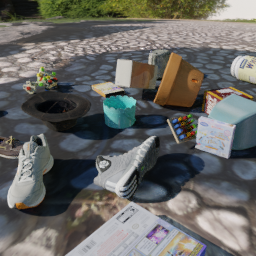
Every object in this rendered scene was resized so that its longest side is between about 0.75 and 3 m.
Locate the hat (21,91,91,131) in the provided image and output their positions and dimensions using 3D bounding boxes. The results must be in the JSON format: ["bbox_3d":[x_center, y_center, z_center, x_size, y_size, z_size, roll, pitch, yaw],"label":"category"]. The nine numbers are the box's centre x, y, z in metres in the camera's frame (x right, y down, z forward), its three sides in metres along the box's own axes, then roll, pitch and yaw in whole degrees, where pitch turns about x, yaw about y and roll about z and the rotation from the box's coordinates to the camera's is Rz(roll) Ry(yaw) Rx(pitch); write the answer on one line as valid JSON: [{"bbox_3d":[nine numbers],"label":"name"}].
[{"bbox_3d":[-2.797,-0.534,11.113,2.640,1.065,2.640,3,32,-2],"label":"hat"}]

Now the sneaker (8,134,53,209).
[{"bbox_3d":[-2.756,1.085,7.768,0.986,1.198,2.604,-3,28,-5],"label":"sneaker"}]

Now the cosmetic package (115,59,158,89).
[{"bbox_3d":[0.480,-2.681,14.189,0.893,1.321,2.511,13,14,33],"label":"cosmetic package"}]

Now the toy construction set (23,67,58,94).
[{"bbox_3d":[-4.612,-2.550,15.075,1.396,0.981,2.129,27,38,0],"label":"toy construction set"}]

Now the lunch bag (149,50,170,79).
[{"bbox_3d":[1.802,-3.845,16.852,1.163,1.669,1.400,13,29,23],"label":"lunch bag"}]

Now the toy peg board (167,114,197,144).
[{"bbox_3d":[2.009,-0.036,9.841,0.927,0.455,0.931,-12,72,-37],"label":"toy peg board"}]

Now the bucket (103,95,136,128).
[{"bbox_3d":[-0.332,-0.662,11.455,1.440,0.937,1.440,0,28,0],"label":"bucket"}]

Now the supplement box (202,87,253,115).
[{"bbox_3d":[4.250,-1.025,12.106,1.462,0.971,1.442,-10,29,-18],"label":"supplement box"}]

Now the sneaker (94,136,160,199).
[{"bbox_3d":[-0.119,0.899,8.396,1.546,1.005,2.677,11,30,24],"label":"sneaker"}]

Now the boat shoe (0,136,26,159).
[{"bbox_3d":[-4.093,0.583,9.418,1.929,0.574,0.693,5,28,9],"label":"boat shoe"}]

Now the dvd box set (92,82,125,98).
[{"bbox_3d":[-1.076,-2.056,14.933,1.160,0.233,1.586,-16,32,-28],"label":"dvd box set"}]

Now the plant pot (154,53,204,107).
[{"bbox_3d":[2.364,-2.005,12.847,1.689,2.413,2.413,21,30,3],"label":"plant pot"}]

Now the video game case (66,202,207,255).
[{"bbox_3d":[0.144,2.624,5.526,1.981,0.497,2.185,21,34,35],"label":"video game case"}]

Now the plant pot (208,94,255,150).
[{"bbox_3d":[3.654,-0.091,9.850,1.551,1.522,1.518,-21,34,-24],"label":"plant pot"}]

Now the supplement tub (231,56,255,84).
[{"bbox_3d":[7.128,-3.321,16.040,1.457,1.457,2.010,-19,33,-32],"label":"supplement tub"}]

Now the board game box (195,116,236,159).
[{"bbox_3d":[2.878,0.306,9.308,1.171,1.168,0.241,19,35,31],"label":"board game box"}]
